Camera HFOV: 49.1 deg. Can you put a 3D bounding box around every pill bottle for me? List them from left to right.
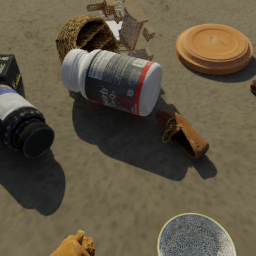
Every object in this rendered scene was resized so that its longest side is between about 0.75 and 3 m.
[{"bbox_3d":[-2.774,-0.170,6.873,2.038,1.140,1.140,35,57,26],"label":"pill bottle"},{"bbox_3d":[-0.442,-1.323,7.710,2.507,1.452,1.452,17,50,17],"label":"pill bottle"}]

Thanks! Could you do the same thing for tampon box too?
[{"bbox_3d":[-4.045,-1.471,8.197,1.460,0.922,1.094,0,48,0],"label":"tampon box"}]

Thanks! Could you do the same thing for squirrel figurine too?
[{"bbox_3d":[-0.533,1.647,3.001,0.847,1.117,1.196,-35,21,-22],"label":"squirrel figurine"}]

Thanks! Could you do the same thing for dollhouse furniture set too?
[{"bbox_3d":[-0.325,-3.214,8.848,1.226,1.436,2.770,-19,71,-22],"label":"dollhouse furniture set"}]

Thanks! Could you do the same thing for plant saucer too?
[{"bbox_3d":[2.970,-2.850,9.665,2.586,0.417,2.586,-1,53,2],"label":"plant saucer"}]

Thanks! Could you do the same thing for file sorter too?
[{"bbox_3d":[-0.571,-3.998,10.534,1.003,0.900,1.446,-6,48,-5],"label":"file sorter"}]

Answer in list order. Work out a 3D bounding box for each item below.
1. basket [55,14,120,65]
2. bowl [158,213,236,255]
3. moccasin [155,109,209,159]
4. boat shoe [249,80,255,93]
[{"bbox_3d":[-1.246,-2.839,9.168,1.400,1.342,1.880,20,51,19],"label":"basket"},{"bbox_3d":[1.164,2.271,4.991,1.322,0.620,1.322,0,47,0],"label":"bowl"},{"bbox_3d":[1.232,0.138,7.011,0.640,0.606,1.657,-24,61,-31],"label":"moccasin"},{"bbox_3d":[4.456,-1.278,8.292,1.561,0.549,0.550,6,50,7],"label":"boat shoe"}]
